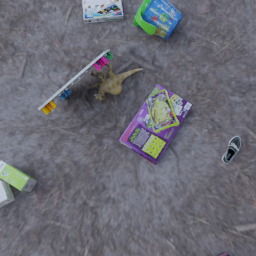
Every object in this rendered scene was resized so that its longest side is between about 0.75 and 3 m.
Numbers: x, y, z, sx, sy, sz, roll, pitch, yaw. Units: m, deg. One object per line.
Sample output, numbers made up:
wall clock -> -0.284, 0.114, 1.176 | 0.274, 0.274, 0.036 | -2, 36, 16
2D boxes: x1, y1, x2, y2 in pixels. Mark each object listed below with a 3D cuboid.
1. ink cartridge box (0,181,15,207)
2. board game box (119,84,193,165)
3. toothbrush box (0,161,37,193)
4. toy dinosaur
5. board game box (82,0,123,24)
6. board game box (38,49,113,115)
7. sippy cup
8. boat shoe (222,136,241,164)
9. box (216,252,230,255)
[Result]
ink cartridge box -> -4.416, 2.292, 9.329 | 0.929, 0.682, 0.678 | -26, 74, -9
board game box -> 1.051, -0.177, 10.320 | 1.605, 0.432, 2.673 | 33, 75, 6
toothbrush box -> -3.793, 1.656, 9.448 | 1.175, 0.855, 0.506 | 30, 74, 9
toy dinosaur -> -0.633, -1.854, 10.747 | 1.230, 0.708, 2.432 | 47, 61, 4
board game box -> -1.079, -5.049, 11.950 | 1.669, 0.289, 1.054 | -6, 72, -2
board game box -> -1.606, -1.619, 9.380 | 2.622, 2.621, 0.339 | -38, 103, 11
sippy cup -> 1.262, -4.405, 11.168 | 1.522, 1.631, 2.077 | 35, 84, 0
boat shoe -> 3.733, 0.740, 9.994 | 0.421, 0.389, 1.140 | 36, 75, 11
box -> 3.045, 4.581, 8.593 | 0.746, 0.647, 1.220 | -27, 73, -9
